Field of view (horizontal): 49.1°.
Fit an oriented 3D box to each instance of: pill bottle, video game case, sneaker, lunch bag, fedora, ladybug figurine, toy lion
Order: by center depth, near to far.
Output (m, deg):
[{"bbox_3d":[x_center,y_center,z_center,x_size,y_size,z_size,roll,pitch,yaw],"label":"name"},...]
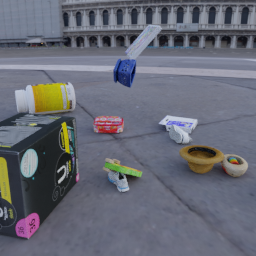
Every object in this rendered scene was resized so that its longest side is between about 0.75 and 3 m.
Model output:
[{"bbox_3d":[-0.236,1.243,7.109,0.341,0.395,0.911,-11,20,-27],"label":"sneaker"},{"bbox_3d":[-0.098,1.075,7.273,0.908,0.325,0.948,16,-4,16],"label":"toy lion"},{"bbox_3d":[2.911,1.038,7.740,0.690,0.366,1.017,3,19,9],"label":"ladybug figurine"},{"bbox_3d":[2.052,0.904,7.874,1.323,0.539,1.323,0,16,0],"label":"fedora"},{"bbox_3d":[1.870,0.239,10.136,0.497,0.472,1.236,5,23,-14],"label":"sneaker"},{"bbox_3d":[-0.771,-0.094,11.027,1.178,0.483,1.037,0,23,2],"label":"lunch bag"},{"bbox_3d":[-3.900,-1.373,13.263,2.588,1.414,1.414,-8,20,-23],"label":"pill bottle"},{"bbox_3d":[0.644,-4.098,13.324,0.235,1.868,2.608,39,12,-17],"label":"video game case"}]

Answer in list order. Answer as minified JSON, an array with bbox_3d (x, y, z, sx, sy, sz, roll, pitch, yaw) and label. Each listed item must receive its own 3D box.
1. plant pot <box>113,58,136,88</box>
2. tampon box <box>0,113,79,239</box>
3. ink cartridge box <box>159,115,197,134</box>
[{"bbox_3d":[-0.128,-1.998,10.019,0.685,0.761,0.761,13,58,7],"label":"plant pot"},{"bbox_3d":[-2.243,0.832,6.107,1.502,1.783,2.379,4,19,12],"label":"tampon box"},{"bbox_3d":[2.050,-0.159,11.419,1.322,0.287,1.309,10,21,21],"label":"ink cartridge box"}]
